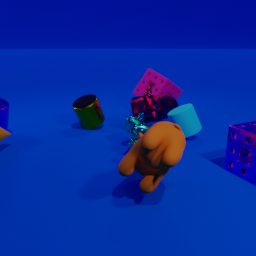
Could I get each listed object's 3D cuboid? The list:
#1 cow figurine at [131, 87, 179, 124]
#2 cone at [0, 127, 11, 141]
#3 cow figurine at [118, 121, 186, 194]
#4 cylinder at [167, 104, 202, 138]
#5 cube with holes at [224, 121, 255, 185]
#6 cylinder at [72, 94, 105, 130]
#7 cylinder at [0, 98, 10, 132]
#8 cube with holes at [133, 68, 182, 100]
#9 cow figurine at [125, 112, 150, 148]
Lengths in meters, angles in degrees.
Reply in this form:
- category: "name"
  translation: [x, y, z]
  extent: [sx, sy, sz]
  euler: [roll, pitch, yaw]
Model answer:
- category: "cow figurine"
  translation: [0.843, -0.630, 8.286]
  extent: [1.721, 0.945, 1.693]
  euler: [-9, -6, -20]
- category: "cone"
  translation: [-3.344, 0.148, 6.537]
  extent: [1.412, 1.412, 1.417]
  euler: [10, 4, 30]
- category: "cow figurine"
  translation: [0.483, 0.396, 4.897]
  extent: [0.875, 1.594, 1.569]
  euler: [38, 39, 4]
- category: "cylinder"
  translation: [1.549, -0.190, 7.684]
  extent: [0.730, 0.730, 0.730]
  euler: [-25, 12, 5]
- category: "cube with holes"
  translation: [2.671, 0.468, 5.573]
  extent: [0.964, 0.964, 0.964]
  euler: [-9, 19, -25]
- category: "cylinder"
  translation: [-1.186, -0.495, 8.536]
  extent: [0.793, 0.793, 0.793]
  euler: [-12, 36, 9]
- category: "cylinder"
  translation: [-3.762, -0.277, 7.656]
  extent: [0.920, 0.920, 0.920]
  euler: [13, 25, -6]
- category: "cube with holes"
  translation: [1.058, -1.291, 10.008]
  extent: [1.042, 1.042, 1.042]
  euler: [24, 12, -47]
- category: "cow figurine"
  translation: [0.394, 0.102, 6.666]
  extent: [1.129, 0.620, 1.111]
  euler: [18, 29, 18]
